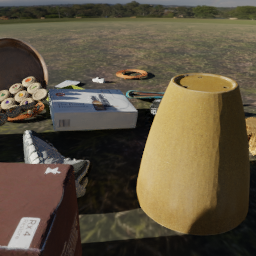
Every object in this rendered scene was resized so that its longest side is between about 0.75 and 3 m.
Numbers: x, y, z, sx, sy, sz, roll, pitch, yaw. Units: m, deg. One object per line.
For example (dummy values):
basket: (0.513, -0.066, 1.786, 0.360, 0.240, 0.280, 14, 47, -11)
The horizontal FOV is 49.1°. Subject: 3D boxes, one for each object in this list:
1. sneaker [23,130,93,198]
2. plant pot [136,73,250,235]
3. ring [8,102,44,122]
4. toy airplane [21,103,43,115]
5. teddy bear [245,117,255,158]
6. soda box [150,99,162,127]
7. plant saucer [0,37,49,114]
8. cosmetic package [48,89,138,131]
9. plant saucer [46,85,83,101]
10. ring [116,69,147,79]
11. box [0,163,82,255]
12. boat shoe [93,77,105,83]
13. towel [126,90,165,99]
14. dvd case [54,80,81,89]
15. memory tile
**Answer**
sneaker: (-1.875, 0.984, 7.647, 1.655, 1.075, 2.866, -7, 37, -25)
plant pot: (1.605, 0.364, 6.524, 2.790, 2.994, 2.790, 0, 27, 0)
ring: (-4.662, -0.724, 11.846, 2.191, 0.210, 2.191, 0, 27, 0)
toy airplane: (-4.023, -0.762, 11.351, 0.851, 0.855, 0.603, 18, 38, -60)
teddy bear: (4.255, 0.491, 9.027, 1.516, 0.698, 2.091, -16, 37, -14)
soda box: (2.238, -0.495, 10.416, 2.737, 0.867, 0.969, 3, 25, 16)
plant saucer: (-4.454, -1.918, 10.601, 2.885, 2.885, 0.463, -3, 1, -6)
cosmetic package: (-1.400, -0.761, 10.564, 2.957, 0.764, 2.230, -3, 27, -21)
plant saucer: (-2.786, -1.422, 12.977, 1.819, 0.435, 1.816, 22, 34, 38)
ring: (0.212, -3.236, 16.950, 1.881, 0.181, 1.881, -1, 26, 0)
box: (-1.781, 1.892, 4.372, 1.751, 2.132, 1.769, 1, 26, 2)
boat shoe: (-1.655, -2.733, 15.811, 0.789, 0.270, 0.284, 18, 32, 32)
towel: (0.975, -1.461, 12.212, 2.119, 0.313, 2.889, 1, 7, -1)
dvd case: (-3.242, -2.320, 15.155, 0.923, 0.114, 1.294, 9, 28, 18)
memory tile: (-4.056, -1.015, 10.061, 2.147, 0.180, 1.646, -34, 53, -15)
